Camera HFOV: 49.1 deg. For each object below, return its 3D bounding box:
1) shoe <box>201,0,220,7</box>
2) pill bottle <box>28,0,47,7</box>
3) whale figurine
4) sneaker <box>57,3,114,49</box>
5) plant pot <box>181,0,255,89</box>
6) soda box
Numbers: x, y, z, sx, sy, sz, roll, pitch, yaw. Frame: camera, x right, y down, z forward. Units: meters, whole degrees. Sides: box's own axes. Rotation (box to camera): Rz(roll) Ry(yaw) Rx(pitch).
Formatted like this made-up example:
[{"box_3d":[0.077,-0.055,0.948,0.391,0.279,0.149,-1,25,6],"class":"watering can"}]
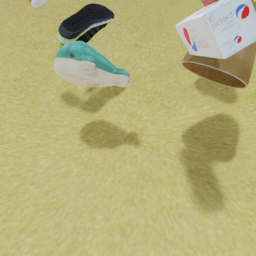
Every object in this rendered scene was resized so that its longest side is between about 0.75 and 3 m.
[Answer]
[{"box_3d":[2.513,-3.599,7.849,1.171,2.575,0.920,40,96,-3],"class":"shoe"},{"box_3d":[-2.324,-3.397,6.616,0.511,0.511,0.922,-42,100,-31],"class":"pill bottle"},{"box_3d":[-0.787,-1.447,6.477,1.767,1.406,0.917,11,84,0],"class":"whale figurine"},{"box_3d":[-1.191,-2.715,7.594,0.699,0.807,1.949,44,56,10],"class":"sneaker"},{"box_3d":[2.185,-1.890,6.108,1.523,1.523,1.634,25,95,21],"class":"plant pot"},{"box_3d":[1.303,-1.540,4.380,0.605,0.648,1.901,-30,15,8],"class":"soda box"}]
